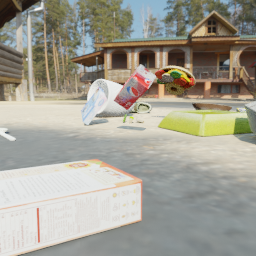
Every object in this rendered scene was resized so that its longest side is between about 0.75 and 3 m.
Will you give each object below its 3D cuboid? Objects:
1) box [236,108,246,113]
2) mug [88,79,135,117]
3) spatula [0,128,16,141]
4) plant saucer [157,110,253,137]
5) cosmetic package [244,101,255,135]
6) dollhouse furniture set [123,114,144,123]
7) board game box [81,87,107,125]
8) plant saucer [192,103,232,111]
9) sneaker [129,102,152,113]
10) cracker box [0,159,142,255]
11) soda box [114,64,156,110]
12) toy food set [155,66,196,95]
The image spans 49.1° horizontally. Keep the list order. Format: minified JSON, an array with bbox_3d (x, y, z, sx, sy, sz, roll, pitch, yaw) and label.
[{"bbox_3d":[5.234,-0.513,12.474,0.722,0.662,2.060,3,7,18],"label":"box"},{"bbox_3d":[-1.048,-1.620,16.302,2.319,1.952,2.644,8,-3,-43],"label":"mug"},{"bbox_3d":[-4.414,0.218,8.643,1.596,0.184,2.296,-4,8,-38],"label":"spatula"},{"bbox_3d":[2.998,-0.281,10.550,2.847,0.682,2.843,-4,8,-24],"label":"plant saucer"},{"bbox_3d":[4.137,-0.254,7.762,1.206,1.018,2.258,-16,5,12],"label":"cosmetic package"},{"bbox_3d":[0.256,-0.306,12.950,0.952,0.367,0.476,20,1,2],"label":"dollhouse furniture set"},{"bbox_3d":[-1.497,-0.977,12.099,0.301,1.389,1.382,33,13,-25],"label":"board game box"},{"bbox_3d":[5.349,-1.226,17.948,2.496,0.457,2.496,6,0,0],"label":"plant saucer"},{"bbox_3d":[0.414,-1.418,18.813,2.529,0.848,1.135,2,2,-8],"label":"sneaker"},{"bbox_3d":[-0.860,0.762,2.996,1.714,0.494,1.148,-3,8,-31],"label":"cracker box"},{"bbox_3d":[0.164,-1.202,8.687,0.617,0.559,1.762,35,-27,-7],"label":"soda box"},{"bbox_3d":[2.175,-2.223,12.987,1.863,0.458,1.882,31,-22,-28],"label":"toy food set"}]
